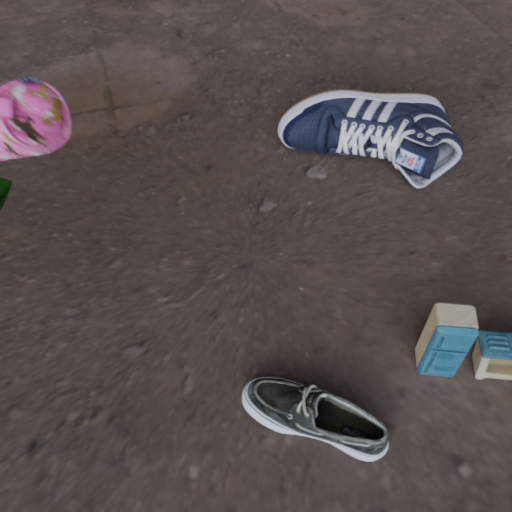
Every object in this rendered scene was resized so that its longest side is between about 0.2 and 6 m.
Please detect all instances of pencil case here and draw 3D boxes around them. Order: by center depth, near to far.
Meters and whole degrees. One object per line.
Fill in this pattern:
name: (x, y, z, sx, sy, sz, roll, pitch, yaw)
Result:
pencil case: (-2.464, -1.262, 5.408, 1.655, 0.716, 0.685, 4, 38, 46)

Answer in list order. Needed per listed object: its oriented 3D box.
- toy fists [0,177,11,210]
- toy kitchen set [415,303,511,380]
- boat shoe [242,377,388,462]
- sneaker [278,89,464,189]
toy fists: (-3.630, -0.807, 6.366, 1.242, 0.838, 2.437, 24, 9, -19)
toy kitchen set: (3.109, 1.606, 6.832, 1.976, 1.164, 1.583, 4, 50, 4)
boat shoe: (0.737, 1.883, 6.914, 1.911, 0.678, 0.689, 16, 52, 13)
sneaker: (2.085, -2.035, 9.923, 3.202, 1.122, 1.737, -6, 48, -9)
